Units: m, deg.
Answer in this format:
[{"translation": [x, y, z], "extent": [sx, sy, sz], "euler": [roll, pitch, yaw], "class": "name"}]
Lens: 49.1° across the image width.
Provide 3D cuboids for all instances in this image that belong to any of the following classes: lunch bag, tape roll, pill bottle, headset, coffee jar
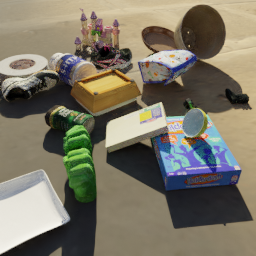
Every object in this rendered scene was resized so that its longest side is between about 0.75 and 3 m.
[{"translation": [1.822, -2.781, 12.745], "extent": [1.775, 1.293, 2.088], "euler": [-34, 26, -31], "class": "lunch bag"}, {"translation": [-4.977, -2.719, 13.411], "extent": [2.323, 0.768, 2.323], "euler": [0, 38, 0], "class": "tape roll"}, {"translation": [-2.610, -2.683, 12.928], "extent": [2.191, 1.311, 1.311], "euler": [30, 46, 34], "class": "pill bottle"}, {"translation": [2.289, -0.721, 9.957], "extent": [0.502, 1.068, 0.659], "euler": [-22, 82, 5], "class": "headset"}, {"translation": [-2.154, -0.258, 10.241], "extent": [1.727, 0.737, 0.900], "euler": [17, 41, 22], "class": "coffee jar"}]

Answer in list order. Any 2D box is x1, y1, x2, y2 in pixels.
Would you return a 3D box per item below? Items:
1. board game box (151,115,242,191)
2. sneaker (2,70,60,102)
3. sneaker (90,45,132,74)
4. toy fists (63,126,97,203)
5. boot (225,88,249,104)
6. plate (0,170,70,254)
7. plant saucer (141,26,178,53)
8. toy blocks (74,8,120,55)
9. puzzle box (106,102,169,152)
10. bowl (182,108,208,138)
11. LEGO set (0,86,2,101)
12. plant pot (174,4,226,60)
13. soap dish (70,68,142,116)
[{"translation": [1.995, 0.652, 9.114], "extent": [2.190, 0.648, 2.880], "euler": [-4, 36, -6], "class": "board game box"}, {"translation": [-4.139, -1.713, 12.127], "extent": [2.500, 0.945, 1.096], "euler": [-17, 47, -6], "class": "sneaker"}, {"translation": [-0.797, -3.640, 14.215], "extent": [1.171, 1.258, 2.914], "euler": [24, 43, 26], "class": "sneaker"}, {"translation": [-1.439, 0.919, 8.269], "extent": [0.860, 1.275, 2.502], "euler": [-6, 37, -8], "class": "toy fists"}, {"translation": [4.695, -1.381, 12.025], "extent": [0.770, 0.348, 0.939], "euler": [-7, 45, -5], "class": "boot"}, {"translation": [-2.799, 2.137, 7.293], "extent": [1.972, 0.319, 1.967], "euler": [-18, 47, -30], "class": "plate"}, {"translation": [1.942, -4.950, 16.094], "extent": [2.596, 0.447, 2.596], "euler": [8, 50, -10], "class": "plant saucer"}, {"translation": [-1.882, -5.704, 16.238], "extent": [2.279, 2.053, 2.439], "euler": [17, 41, 21], "class": "toy blocks"}, {"translation": [0.277, -0.043, 9.656], "extent": [2.181, 0.277, 1.451], "euler": [-20, 34, 13], "class": "puzzle box"}, {"translation": [2.242, -0.109, 8.970], "extent": [0.512, 0.951, 0.951], "euler": [17, 28, -32], "class": "bowl"}, {"translation": [-5.795, -1.059, 11.656], "extent": [1.094, 0.477, 1.685], "euler": [27, 58, 34], "class": "LEGO set"}, {"translation": [3.509, -4.870, 14.831], "extent": [2.694, 2.694, 1.808], "euler": [-14, 10, -18], "class": "plant pot"}, {"translation": [-0.936, -1.591, 11.773], "extent": [2.414, 0.980, 1.899], "euler": [-24, 43, -29], "class": "soap dish"}]
